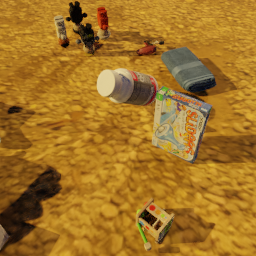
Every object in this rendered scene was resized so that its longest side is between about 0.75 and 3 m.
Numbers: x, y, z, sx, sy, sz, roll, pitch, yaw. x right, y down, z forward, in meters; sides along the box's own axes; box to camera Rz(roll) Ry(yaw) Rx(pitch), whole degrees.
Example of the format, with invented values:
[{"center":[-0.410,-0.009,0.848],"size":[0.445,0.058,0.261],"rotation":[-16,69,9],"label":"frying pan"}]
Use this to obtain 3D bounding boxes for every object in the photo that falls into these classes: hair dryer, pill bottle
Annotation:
[{"center":[0.963,-3.864,13.523],"size":[1.103,0.394,1.449],"rotation":[19,43,41],"label":"hair dryer"},{"center":[-0.008,-1.436,9.889],"size":[2.170,1.201,1.201],"rotation":[1,35,-48],"label":"pill bottle"}]

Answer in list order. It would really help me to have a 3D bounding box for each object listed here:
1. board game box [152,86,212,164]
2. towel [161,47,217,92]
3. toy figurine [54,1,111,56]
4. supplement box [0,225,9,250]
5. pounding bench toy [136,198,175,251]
[{"center":[1.530,-0.033,8.458],"size":[1.532,2.264,0.390],"rotation":[25,52,23],"label":"board game box"},{"center":[2.500,-2.470,11.917],"size":[1.446,0.629,2.591],"rotation":[-14,49,-13],"label":"towel"},{"center":[-2.187,-4.733,13.496],"size":[2.363,1.644,2.327],"rotation":[18,54,14],"label":"toy figurine"},{"center":[-4.395,2.715,6.898],"size":[2.393,0.729,1.302],"rotation":[13,48,14],"label":"supplement box"},{"center":[0.525,2.479,7.175],"size":[0.822,0.655,1.054],"rotation":[32,54,27],"label":"pounding bench toy"}]
